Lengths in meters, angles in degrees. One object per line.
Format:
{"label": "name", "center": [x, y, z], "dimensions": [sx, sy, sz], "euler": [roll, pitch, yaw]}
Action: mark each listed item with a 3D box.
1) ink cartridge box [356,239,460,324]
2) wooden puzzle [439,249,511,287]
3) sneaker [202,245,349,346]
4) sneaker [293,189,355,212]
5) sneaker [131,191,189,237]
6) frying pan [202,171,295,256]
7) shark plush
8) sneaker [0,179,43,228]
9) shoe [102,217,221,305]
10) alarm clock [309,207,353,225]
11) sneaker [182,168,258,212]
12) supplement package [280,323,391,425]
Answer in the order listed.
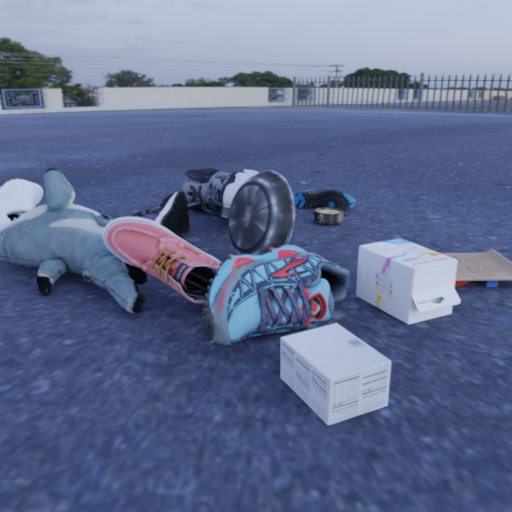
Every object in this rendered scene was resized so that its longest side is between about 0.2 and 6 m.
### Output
{"label": "ink cartridge box", "center": [2.440, 0.395, 8.944], "dimensions": [0.950, 0.926, 1.478], "euler": [-10, 21, -27]}
{"label": "wooden puzzle", "center": [3.891, 0.269, 10.316], "dimensions": [1.464, 0.339, 1.356], "euler": [-5, 19, -1]}
{"label": "sneaker", "center": [0.426, 0.528, 8.230], "dimensions": [1.413, 1.173, 2.958], "euler": [14, 24, 32]}
{"label": "sneaker", "center": [1.892, -1.589, 15.264], "dimensions": [1.684, 0.617, 0.690], "euler": [8, 20, 22]}
{"label": "sneaker", "center": [-2.284, -0.781, 12.381], "dimensions": [1.205, 1.042, 2.752], "euler": [-3, 18, 9]}
{"label": "frying pan", "center": [-0.271, -1.045, 11.132], "dimensions": [0.509, 1.892, 3.127], "euler": [6, 29, -38]}
{"label": "shark plush", "center": [-3.225, 0.202, 10.085], "dimensions": [4.184, 1.901, 1.743], "euler": [35, 58, 30]}
{"label": "sneaker", "center": [-5.779, -1.035, 13.416], "dimensions": [1.221, 1.044, 2.803], "euler": [11, 27, 3]}
{"label": "shoe", "center": [-1.342, 0.082, 8.905], "dimensions": [2.237, 0.799, 1.018], "euler": [26, 4, -20]}
{"label": "alarm clock", "center": [1.900, -0.983, 13.903], "dimensions": [1.049, 0.349, 0.708], "euler": [-6, 19, -11]}
{"label": "sneaker", "center": [-0.977, -1.504, 14.114], "dimensions": [1.948, 1.292, 3.424], "euler": [2, 13, 7]}
{"label": "supplement package", "center": [0.910, 1.356, 6.624], "dimensions": [0.849, 0.604, 1.090], "euler": [-10, 22, -25]}
